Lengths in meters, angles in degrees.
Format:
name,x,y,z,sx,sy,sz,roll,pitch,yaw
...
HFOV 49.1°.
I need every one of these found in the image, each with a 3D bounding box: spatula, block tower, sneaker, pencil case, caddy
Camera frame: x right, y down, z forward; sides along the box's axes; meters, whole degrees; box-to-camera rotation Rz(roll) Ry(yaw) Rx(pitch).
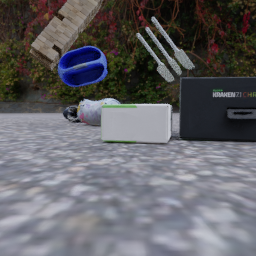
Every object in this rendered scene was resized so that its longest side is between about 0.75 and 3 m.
name,x,y,z,sx,sy,sz,roll,pitch,yaw
spatula,0.810,-1.804,6.623,0.117,1.457,1.013,-45,11,-26
block tower,-1.818,-3.142,8.574,0.817,2.825,0.763,34,-9,-8
sneaker,-2.792,-0.735,14.163,2.246,0.854,1.623,3,2,30
pencil case,-1.151,-0.641,11.031,0.967,1.055,2.325,-15,12,-32
caddy,-1.845,-2.516,11.612,2.077,1.468,1.090,-14,4,10

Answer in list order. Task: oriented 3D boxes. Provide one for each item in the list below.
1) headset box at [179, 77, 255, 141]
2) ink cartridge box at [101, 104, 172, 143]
name,x,y,z,sx,sy,sz,roll,pitch,yaw
headset box,2.445,-0.455,6.509,2.427,1.293,2.787,1,4,11
ink cartridge box,0.274,-0.135,5.942,1.269,0.733,1.745,1,4,11
